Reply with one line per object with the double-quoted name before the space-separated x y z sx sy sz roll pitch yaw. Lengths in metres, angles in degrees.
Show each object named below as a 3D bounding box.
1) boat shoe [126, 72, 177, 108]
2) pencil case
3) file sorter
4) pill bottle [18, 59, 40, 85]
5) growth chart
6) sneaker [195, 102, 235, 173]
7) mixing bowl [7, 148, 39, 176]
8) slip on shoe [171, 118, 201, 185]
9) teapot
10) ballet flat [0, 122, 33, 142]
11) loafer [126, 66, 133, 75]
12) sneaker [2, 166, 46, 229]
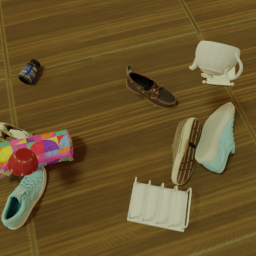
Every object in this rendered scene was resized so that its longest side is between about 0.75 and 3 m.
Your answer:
"boat shoe" 0.927 -1.502 11.026 2.226 0.783 0.783 25 67 5
"pencil case" -3.272 0.892 9.516 2.823 1.248 1.248 -15 66 -18
"file sorter" 1.022 2.446 9.052 1.897 1.181 1.316 10 66 4
"pill bottle" -4.053 -2.341 11.589 0.553 0.553 0.988 20 67 9
"growth chart" 3.911 -2.641 11.930 1.488 0.182 2.057 13 66 6
"sneaker" 3.410 0.371 10.257 1.186 1.070 2.894 41 63 -15
"mixing bowl" -2.951 0.875 7.887 0.859 0.465 0.859 11 45 -11
"slip on shoe" 1.927 0.796 10.075 0.762 0.956 2.514 0 68 44
"teapot" 2.558 -1.927 8.165 1.318 1.336 0.975 14 104 5
"ballet flat" -4.360 0.196 10.335 2.186 0.773 0.773 20 67 9
"loafer" 0.076 -2.289 11.727 0.286 0.254 0.753 -14 66 -6
"sneaker" -3.412 2.181 9.292 0.838 0.929 2.268 13 64 5
